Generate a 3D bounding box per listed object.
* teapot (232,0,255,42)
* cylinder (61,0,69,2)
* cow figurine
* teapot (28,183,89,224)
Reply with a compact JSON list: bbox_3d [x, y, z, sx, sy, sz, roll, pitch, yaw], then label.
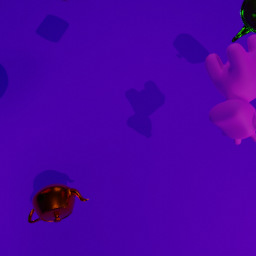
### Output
[{"bbox_3d":[3.075,-2.646,6.356,0.969,1.979,1.230,-36,83,-19],"label":"teapot"},{"bbox_3d":[-1.521,-3.529,6.404,0.866,0.866,0.866,33,92,13],"label":"cylinder"},{"bbox_3d":[1.896,-0.617,4.623,1.566,0.860,1.541,-28,97,-34],"label":"cow figurine"},{"bbox_3d":[-1.482,1.606,5.860,1.448,0.900,0.709,-27,54,7],"label":"teapot"}]
